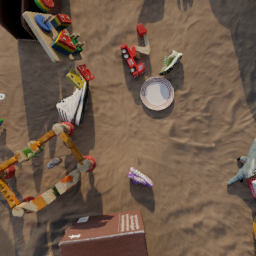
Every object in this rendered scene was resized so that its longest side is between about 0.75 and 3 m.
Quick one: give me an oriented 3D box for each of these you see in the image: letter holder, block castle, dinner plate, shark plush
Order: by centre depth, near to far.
[{"bbox_3d":[-2.826,-4.172,8.159,1.377,1.946,2.737,4,88,0],"label":"letter holder"},{"bbox_3d":[-2.442,1.213,8.318,2.694,1.264,1.800,-35,87,0],"label":"block castle"},{"bbox_3d":[3.787,1.120,8.837,0.724,0.789,1.737,43,110,21],"label":"shark plush"},{"bbox_3d":[0.931,-1.099,8.964,1.067,0.129,1.067,0,87,0],"label":"dinner plate"}]

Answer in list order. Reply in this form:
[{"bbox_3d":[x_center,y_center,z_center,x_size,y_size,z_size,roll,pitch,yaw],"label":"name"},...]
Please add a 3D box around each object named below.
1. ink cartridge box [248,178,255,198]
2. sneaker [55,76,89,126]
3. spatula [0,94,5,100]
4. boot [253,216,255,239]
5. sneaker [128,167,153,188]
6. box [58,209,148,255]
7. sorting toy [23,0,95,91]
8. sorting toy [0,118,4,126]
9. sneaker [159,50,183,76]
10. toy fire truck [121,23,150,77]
[{"bbox_3d":[4.385,1.748,8.180,1.077,1.483,0.618,-17,88,-1],"label":"ink cartridge box"},{"bbox_3d":[-1.766,-0.930,8.717,0.918,0.602,1.595,12,90,-2],"label":"sneaker"},{"bbox_3d":[-4.947,-0.481,8.573,2.607,0.209,1.813,8,84,19],"label":"spatula"},{"bbox_3d":[4.264,3.510,8.112,0.738,1.501,2.096,5,88,-1],"label":"boot"},{"bbox_3d":[0.368,1.625,8.780,0.893,0.359,0.395,35,95,5],"label":"sneaker"},{"bbox_3d":[-0.468,3.958,7.747,2.174,2.197,2.648,-8,88,0],"label":"box"},{"bbox_3d":[-1.549,-2.132,6.571,0.440,1.254,2.600,-31,94,26],"label":"sorting toy"},{"bbox_3d":[-4.548,-0.477,8.853,1.446,0.501,0.498,32,65,3],"label":"sorting toy"},{"bbox_3d":[1.278,-2.083,8.928,0.995,0.383,0.441,-45,75,-6],"label":"sneaker"},{"bbox_3d":[0.325,-2.444,8.896,1.017,0.352,1.443,-24,88,-1],"label":"toy fire truck"}]
